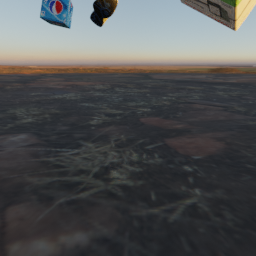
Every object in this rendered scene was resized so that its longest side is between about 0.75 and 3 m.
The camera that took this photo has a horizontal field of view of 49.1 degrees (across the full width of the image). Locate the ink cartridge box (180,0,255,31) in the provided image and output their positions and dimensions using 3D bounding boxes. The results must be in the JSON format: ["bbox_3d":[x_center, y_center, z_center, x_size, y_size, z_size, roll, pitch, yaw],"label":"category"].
[{"bbox_3d":[1.965,-3.308,6.281,1.782,1.029,2.449,36,15,16],"label":"ink cartridge box"}]

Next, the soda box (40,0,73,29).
[{"bbox_3d":[-2.653,-4.448,10.718,0.893,0.944,2.782,10,14,-11],"label":"soda box"}]

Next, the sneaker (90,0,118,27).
[{"bbox_3d":[-0.579,-3.117,7.156,0.545,0.554,1.438,38,-12,-19],"label":"sneaker"}]
